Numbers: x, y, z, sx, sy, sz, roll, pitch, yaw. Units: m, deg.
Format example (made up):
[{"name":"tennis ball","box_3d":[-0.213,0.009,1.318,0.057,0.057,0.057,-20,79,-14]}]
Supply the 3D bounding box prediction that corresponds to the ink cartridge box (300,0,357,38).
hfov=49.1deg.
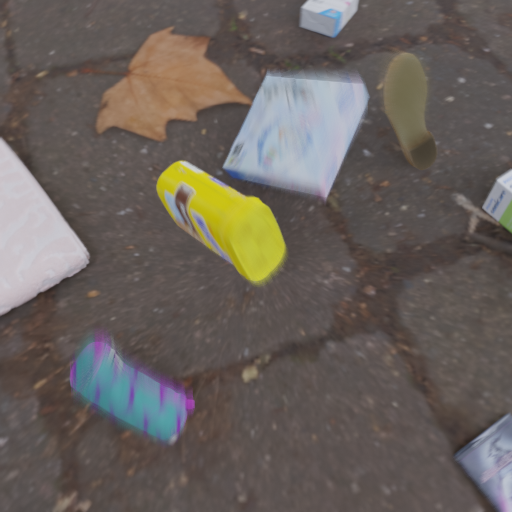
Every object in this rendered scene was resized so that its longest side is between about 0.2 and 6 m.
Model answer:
[{"name":"ink cartridge box","box_3d":[1.853,-6.046,13.550,0.919,0.541,1.596,26,61,16]}]

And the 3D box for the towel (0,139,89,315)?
[{"name":"towel","box_3d":[-5.689,-0.167,9.627,4.271,0.688,4.080,-33,62,-20]}]

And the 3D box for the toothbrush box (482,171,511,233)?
[{"name":"toothbrush box","box_3d":[5.333,-0.793,9.935,1.421,0.840,1.952,-30,60,-19]}]

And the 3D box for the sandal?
[{"name":"sandal","box_3d":[2.670,-2.641,10.310,0.830,2.263,0.744,-32,34,-6]}]

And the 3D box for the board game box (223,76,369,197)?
[{"name":"board game box","box_3d":[0.708,-2.246,10.237,2.075,0.452,2.085,17,76,33]}]

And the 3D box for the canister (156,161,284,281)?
[{"name":"canister","box_3d":[-0.508,-0.505,7.579,0.711,1.220,1.642,-45,53,-15]}]

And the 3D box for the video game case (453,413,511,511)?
[{"name":"video game case","box_3d":[3.688,3.122,7.790,1.093,0.145,1.531,-29,62,-18]}]

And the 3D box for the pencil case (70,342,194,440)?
[{"name":"pencil case","box_3d":[-1.667,1.819,7.512,0.738,1.597,0.680,-44,26,12]}]
